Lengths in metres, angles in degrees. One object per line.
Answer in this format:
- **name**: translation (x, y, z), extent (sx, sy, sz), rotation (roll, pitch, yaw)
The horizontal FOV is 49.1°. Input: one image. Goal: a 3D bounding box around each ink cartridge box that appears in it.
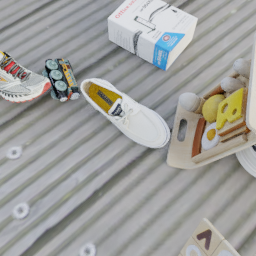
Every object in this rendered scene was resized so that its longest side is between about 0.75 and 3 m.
- **ink cartridge box**: translation (0.665, -2.842, 8.052), extent (2.079, 0.877, 1.518), rotation (33, 69, 14)

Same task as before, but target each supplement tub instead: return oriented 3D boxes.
- **supplement tub**: translation (3.445, 0.050, 5.706), extent (1.634, 2.329, 1.634), rotation (6, 61, -12)

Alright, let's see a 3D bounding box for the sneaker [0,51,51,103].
- **sneaker**: translation (-3.080, -1.349, 7.040), extent (2.416, 0.993, 0.940), rotation (15, 41, 12)

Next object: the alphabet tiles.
- **alphabet tiles**: translation (1.734, 2.821, 4.085), extent (0.104, 2.304, 2.757), rotation (0, 33, -38)

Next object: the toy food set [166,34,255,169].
- **toy food set**: translation (1.738, -0.410, 5.932), extent (0.848, 2.807, 2.014), rotation (21, 64, -11)

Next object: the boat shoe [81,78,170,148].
- **boat shoe**: translation (-0.126, -0.388, 6.696), extent (2.520, 0.880, 0.894), rotation (41, 104, 15)

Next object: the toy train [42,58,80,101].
- **toy train**: translation (-1.752, -1.293, 7.445), extent (0.754, 0.564, 1.323), rotation (-9, 64, -38)
